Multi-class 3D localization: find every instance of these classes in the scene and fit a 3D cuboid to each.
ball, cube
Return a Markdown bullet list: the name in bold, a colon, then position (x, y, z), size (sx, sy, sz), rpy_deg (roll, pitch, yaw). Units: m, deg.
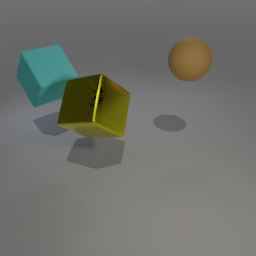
- **ball**: position (2.008, -2.212, 9.072), size (1.400, 1.400, 1.400), rpy_deg (0, 29, 0)
- **cube**: position (-0.952, -0.564, 8.092), size (1.400, 1.400, 1.400), rpy_deg (-2, -18, 35)
- **cube**: position (-2.829, -1.800, 9.702), size (1.400, 1.400, 1.400), rpy_deg (-26, 80, -36)
